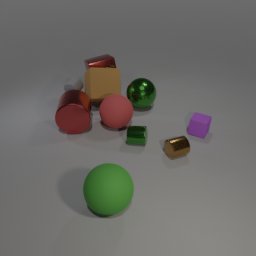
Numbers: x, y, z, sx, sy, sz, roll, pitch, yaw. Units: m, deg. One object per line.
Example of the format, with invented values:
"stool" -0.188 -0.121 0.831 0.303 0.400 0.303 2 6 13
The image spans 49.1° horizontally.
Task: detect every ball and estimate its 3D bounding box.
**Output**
"ball" -0.536 1.677 7.739 1.400 1.400 1.400 0 32 0
"ball" -0.484 -0.688 11.579 1.400 1.400 1.400 0 32 0
"ball" 0.621 -1.617 12.985 1.400 1.400 1.400 0 32 0

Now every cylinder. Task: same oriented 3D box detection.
"cylinder" -2.228 -0.689 11.604 1.400 1.400 1.400 -3 32 -4
"cylinder" 0.354 0.267 10.696 0.700 0.700 0.700 2 32 12
"cylinder" -2.584 -1.965 13.375 0.700 0.700 0.700 11 40 16
"cylinder" 1.759 0.684 10.084 0.700 0.700 0.700 -14 35 -19

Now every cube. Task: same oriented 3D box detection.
"cube" 2.905 -0.119 11.344 0.700 0.700 0.700 18 36 24
"cube" -1.419 -3.043 15.035 1.400 1.400 1.400 -18 26 -11
"cube" -1.211 -1.981 13.078 1.400 1.400 1.400 -2 1 -19
